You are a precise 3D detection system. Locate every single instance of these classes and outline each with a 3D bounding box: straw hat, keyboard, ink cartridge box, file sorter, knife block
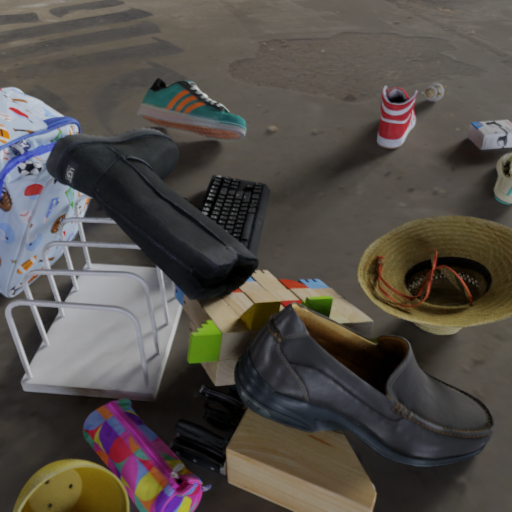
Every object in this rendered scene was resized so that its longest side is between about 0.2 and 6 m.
[{"bbox_3d":[2.987,0.581,8.835,2.769,1.172,2.769,-7,37,5],"label":"straw hat"},{"bbox_3d":[-0.816,-0.771,11.117,1.936,0.414,3.224,5,34,5],"label":"keyboard"},{"bbox_3d":[6.074,-3.091,14.272,1.048,0.439,0.761,-6,38,-8],"label":"ink cartridge box"},{"bbox_3d":[-2.245,0.501,8.488,1.918,1.721,2.764,3,38,5],"label":"file sorter"},{"bbox_3d":[0.058,2.460,6.714,1.992,0.726,2.269,-13,39,-16],"label":"knife block"}]

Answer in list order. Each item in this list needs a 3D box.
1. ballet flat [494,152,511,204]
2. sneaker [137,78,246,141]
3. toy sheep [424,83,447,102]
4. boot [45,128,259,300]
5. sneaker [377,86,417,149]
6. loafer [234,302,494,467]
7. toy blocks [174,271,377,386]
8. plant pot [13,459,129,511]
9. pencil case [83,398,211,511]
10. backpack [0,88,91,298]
[{"bbox_3d":[5.774,-1.907,12.500,0.744,0.744,2.141,13,39,17],"label":"ballet flat"},{"bbox_3d":[-1.577,-3.831,14.283,3.186,1.273,1.137,18,-2,24],"label":"sneaker"},{"bbox_3d":[5.267,-4.821,16.485,0.593,0.593,0.860,31,32,34],"label":"toy sheep"},{"bbox_3d":[-1.142,-0.715,8.341,3.093,1.015,2.549,35,31,20],"label":"boot"},{"bbox_3d":[3.733,-3.912,14.559,0.887,1.401,2.491,12,39,15],"label":"sneaker"},{"bbox_3d":[1.541,1.569,6.729,3.478,1.257,1.266,17,30,-18],"label":"loafer"},{"bbox_3d":[0.139,0.900,8.258,3.029,1.514,2.070,-1,21,-25],"label":"toy blocks"},{"bbox_3d":[-2.115,2.745,6.143,1.203,1.203,0.854,-25,15,-29],"label":"plant pot"},{"bbox_3d":[-1.361,2.447,6.725,0.779,0.779,1.763,-31,46,-34],"label":"pencil case"},{"bbox_3d":[-4.296,-1.228,9.563,2.738,3.555,3.386,30,29,-11],"label":"backpack"}]
